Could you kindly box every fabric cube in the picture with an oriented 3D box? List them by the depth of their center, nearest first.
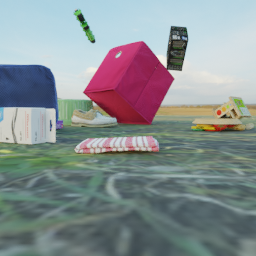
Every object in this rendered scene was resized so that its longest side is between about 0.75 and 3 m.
[{"bbox_3d":[0.039,-2.219,14.566,2.973,2.963,2.916,42,-21,-33],"label":"fabric cube"}]

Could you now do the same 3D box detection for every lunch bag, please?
[{"bbox_3d":[-3.651,-0.814,8.454,2.910,1.977,1.925,-3,3,-21],"label":"lunch bag"}]

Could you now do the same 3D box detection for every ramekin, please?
[{"bbox_3d":[-2.979,-0.822,14.416,2.615,1.277,2.615,0,3,0],"label":"ramekin"}]

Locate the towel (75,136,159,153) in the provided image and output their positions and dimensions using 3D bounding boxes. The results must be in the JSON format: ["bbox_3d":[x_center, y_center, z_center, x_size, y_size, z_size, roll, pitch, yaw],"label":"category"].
[{"bbox_3d":[-0.167,0.308,4.857,1.364,0.204,0.998,-2,3,3],"label":"towel"}]

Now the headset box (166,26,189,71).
[{"bbox_3d":[2.180,-3.537,12.660,0.751,1.620,1.410,6,42,2],"label":"headset box"}]

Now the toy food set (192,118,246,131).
[{"bbox_3d":[3.143,-0.120,9.933,1.708,0.420,1.726,3,4,41],"label":"toy food set"}]

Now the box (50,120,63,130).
[{"bbox_3d":[-3.534,-0.126,10.558,1.791,0.350,1.225,1,3,16],"label":"box"}]

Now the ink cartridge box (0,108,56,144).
[{"bbox_3d":[-2.191,-0.058,5.979,1.310,0.760,0.444,2,4,26],"label":"ink cartridge box"}]

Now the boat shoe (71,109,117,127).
[{"bbox_3d":[-1.527,-0.437,12.228,2.265,0.775,0.846,1,4,24],"label":"boat shoe"}]

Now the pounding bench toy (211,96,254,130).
[{"bbox_3d":[4.059,-0.341,10.862,0.862,1.387,1.082,-1,-29,-41],"label":"pounding bench toy"}]

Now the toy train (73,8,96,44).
[{"bbox_3d":[-1.510,-3.609,10.037,0.309,0.418,1.482,-33,-34,-1],"label":"toy train"}]
